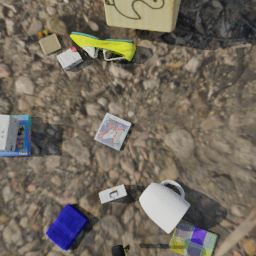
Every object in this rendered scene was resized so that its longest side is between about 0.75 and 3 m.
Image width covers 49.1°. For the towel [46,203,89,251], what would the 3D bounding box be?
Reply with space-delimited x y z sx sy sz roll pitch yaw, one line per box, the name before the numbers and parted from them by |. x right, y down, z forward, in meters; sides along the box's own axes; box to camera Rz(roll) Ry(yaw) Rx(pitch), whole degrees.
towel | -2.268 3.702 10.463 1.065 0.357 1.442 36 83 4

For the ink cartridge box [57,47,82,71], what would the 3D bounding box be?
ink cartridge box | -2.389 -2.844 11.497 0.845 0.362 0.624 -30 82 -3

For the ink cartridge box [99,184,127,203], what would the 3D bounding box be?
ink cartridge box | -0.557 2.453 10.482 0.968 0.715 0.415 -19 82 -4

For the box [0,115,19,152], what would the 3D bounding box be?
box | -4.899 0.186 10.406 1.290 0.843 1.283 4 81 3

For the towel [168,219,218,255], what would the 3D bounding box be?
towel | 2.422 4.249 10.464 1.657 0.189 1.190 22 81 4

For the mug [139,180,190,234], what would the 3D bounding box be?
mug | 1.382 2.654 10.269 1.544 1.300 1.761 38 54 15

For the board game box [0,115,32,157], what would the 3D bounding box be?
board game box | -4.447 0.307 10.998 1.211 0.358 1.592 -2 81 0

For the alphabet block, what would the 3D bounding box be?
alphabet block | 0.643 -5.605 10.179 2.767 2.833 2.782 11 62 11

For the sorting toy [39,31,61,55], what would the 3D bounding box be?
sorting toy | -3.323 -3.638 11.753 0.769 0.138 1.032 -25 82 1

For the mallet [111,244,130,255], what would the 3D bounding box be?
mallet | -0.125 4.192 9.237 0.405 1.970 0.649 -14 67 7

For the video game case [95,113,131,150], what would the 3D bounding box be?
video game case | -0.594 0.132 11.142 1.086 0.137 1.191 24 82 4

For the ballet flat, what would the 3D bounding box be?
ballet flat | -1.047 -3.237 11.355 2.704 0.903 0.906 9 99 -1
